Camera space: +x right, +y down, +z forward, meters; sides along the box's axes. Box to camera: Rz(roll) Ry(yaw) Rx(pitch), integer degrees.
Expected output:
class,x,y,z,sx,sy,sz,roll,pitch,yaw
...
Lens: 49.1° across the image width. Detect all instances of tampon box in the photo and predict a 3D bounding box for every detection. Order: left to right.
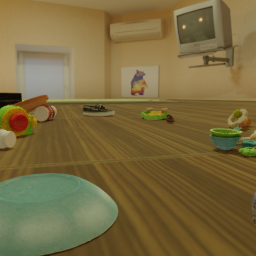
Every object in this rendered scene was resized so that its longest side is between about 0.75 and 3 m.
class,x,y,z,sx,sy,sz,roll,pitch,yaw
tampon box,-6.332,-1.115,13.690,1.947,1.229,1.460,6,9,37

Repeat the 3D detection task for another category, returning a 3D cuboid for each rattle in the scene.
class,x,y,z,sx,sy,sz,roll,pitch,yaw
rattle,4.073,-0.078,9.860,0.820,0.900,1.260,-30,20,11

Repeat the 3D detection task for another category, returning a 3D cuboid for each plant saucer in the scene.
class,x,y,z,sx,sy,sz,roll,pitch,yaw
plant saucer,-4.627,-0.850,12.338,2.409,0.389,2.409,-23,7,3
plant saucer,-0.937,0.761,2.969,1.669,0.321,1.669,0,8,0

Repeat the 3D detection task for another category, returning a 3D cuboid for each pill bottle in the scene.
class,x,y,z,sx,sy,sz,roll,pitch,yaw
pill bottle,-3.001,0.244,6.417,0.761,0.441,0.441,3,8,15
pill bottle,-3.703,-0.693,12.657,0.675,0.675,1.182,1,8,7

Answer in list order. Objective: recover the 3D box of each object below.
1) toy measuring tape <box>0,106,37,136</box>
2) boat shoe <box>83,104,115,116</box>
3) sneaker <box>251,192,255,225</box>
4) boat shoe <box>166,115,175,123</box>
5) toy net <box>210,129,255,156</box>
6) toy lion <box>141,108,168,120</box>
class,x,y,z,sx,sy,sz,roll,pitch,yaw
toy measuring tape,-3.654,-0.158,7.762,0.955,0.955,2.596,5,9,36
boat shoe,-1.599,-0.964,14.946,1.921,0.611,0.679,3,8,24
sneaker,1.896,0.776,1.995,1.836,0.638,0.913,9,5,32
boat shoe,1.750,-0.389,11.748,0.317,0.317,0.901,-1,9,-5
toy net,2.946,0.236,6.499,2.239,0.432,1.174,-5,9,-37
toy lion,1.199,-0.616,13.305,1.395,0.479,1.337,6,17,38
